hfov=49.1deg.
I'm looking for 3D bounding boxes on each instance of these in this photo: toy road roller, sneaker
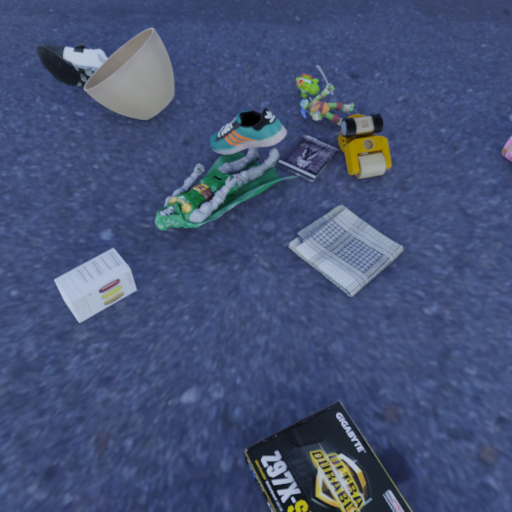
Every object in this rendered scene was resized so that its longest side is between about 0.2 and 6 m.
[{"bbox_3d":[2.366,-2.463,12.674,0.904,1.074,1.471,-11,89,-10],"label":"toy road roller"},{"bbox_3d":[-0.317,-2.763,12.120,1.997,0.798,0.713,-2,48,39],"label":"sneaker"},{"bbox_3d":[-4.483,-4.986,14.587,2.433,0.902,1.077,25,55,7],"label":"sneaker"}]

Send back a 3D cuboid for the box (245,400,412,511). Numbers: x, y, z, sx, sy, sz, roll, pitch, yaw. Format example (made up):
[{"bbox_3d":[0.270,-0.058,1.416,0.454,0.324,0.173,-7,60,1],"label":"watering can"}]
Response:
[{"bbox_3d":[1.051,3.422,8.094,1.714,0.530,2.147,-23,55,-15],"label":"box"}]

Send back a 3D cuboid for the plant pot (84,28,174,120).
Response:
[{"bbox_3d":[-2.771,-4.084,13.246,2.133,1.432,2.133,-28,34,21],"label":"plant pot"}]

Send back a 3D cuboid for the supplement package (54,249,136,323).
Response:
[{"bbox_3d":[-2.923,0.533,10.271,1.205,0.686,0.660,-32,57,-22],"label":"supplement package"}]

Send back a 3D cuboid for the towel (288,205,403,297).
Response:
[{"bbox_3d":[1.767,-0.199,11.105,1.689,0.303,1.754,-37,59,-25],"label":"towel"}]

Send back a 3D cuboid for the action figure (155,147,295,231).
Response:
[{"bbox_3d":[-0.847,-1.402,11.626,1.878,0.870,3.180,25,49,33],"label":"action figure"}]

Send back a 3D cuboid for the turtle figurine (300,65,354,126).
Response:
[{"bbox_3d":[1.713,-3.577,13.271,1.222,1.260,0.907,17,46,-7],"label":"turtle figurine"}]

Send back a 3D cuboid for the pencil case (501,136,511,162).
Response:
[{"bbox_3d":[6.276,-2.077,12.371,0.717,0.686,1.658,-50,57,17],"label":"pencil case"}]

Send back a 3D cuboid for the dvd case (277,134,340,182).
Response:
[{"bbox_3d":[1.211,-2.270,12.873,0.956,0.103,1.286,28,55,20],"label":"dvd case"}]

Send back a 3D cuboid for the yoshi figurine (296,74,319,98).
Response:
[{"bbox_3d":[1.326,-4.254,14.100,0.522,0.524,0.933,-14,29,4],"label":"yoshi figurine"}]
